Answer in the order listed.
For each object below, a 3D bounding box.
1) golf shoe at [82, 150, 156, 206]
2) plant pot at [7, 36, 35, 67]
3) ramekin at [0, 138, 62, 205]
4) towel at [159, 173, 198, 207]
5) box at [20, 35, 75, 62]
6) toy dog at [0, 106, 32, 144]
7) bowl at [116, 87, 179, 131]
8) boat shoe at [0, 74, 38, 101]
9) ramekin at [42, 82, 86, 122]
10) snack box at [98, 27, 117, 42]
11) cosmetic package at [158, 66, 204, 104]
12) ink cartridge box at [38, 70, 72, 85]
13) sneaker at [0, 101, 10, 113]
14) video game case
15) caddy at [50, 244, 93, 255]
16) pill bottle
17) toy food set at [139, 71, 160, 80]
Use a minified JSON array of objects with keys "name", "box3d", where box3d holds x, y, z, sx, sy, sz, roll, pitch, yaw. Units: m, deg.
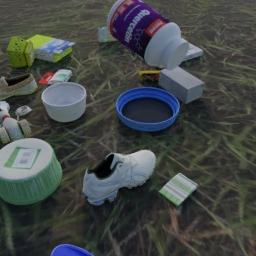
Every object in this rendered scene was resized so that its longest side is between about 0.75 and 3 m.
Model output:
[{"name":"golf shoe","box3d":[-0.126,1.052,7.372,2.357,1.146,0.923,-29,46,-32]},{"name":"plant pot","box3d":[-4.757,-3.384,12.612,0.922,1.016,1.011,5,55,-3]},{"name":"ramekin","box3d":[-2.722,1.081,7.528,1.762,0.861,1.762,0,40,0]},{"name":"towel","box3d":[1.345,1.641,7.474,0.898,0.138,0.670,-34,49,-31]},{"name":"box","box3d":[-3.890,-3.864,13.588,2.375,0.566,1.448,17,43,19]},{"name":"toy dog","box3d":[-3.653,0.092,8.912,1.251,0.914,1.897,-12,27,-9]},{"name":"bowl","box3d":[0.691,-0.683,9.948,2.220,0.436,2.220,0,40,0]},{"name":"boat shoe","box3d":[-4.721,-1.613,10.788,2.284,0.758,0.845,-17,43,-19]},{"name":"ramekin","box3d":[-2.207,-0.884,9.903,1.525,0.800,1.525,0,40,0]},{"name":"snack box","box3d":[-0.925,-4.963,14.766,1.251,0.727,0.232,-9,42,-12]},{"name":"cosmetic package","box3d":[2.059,-1.734,10.981,0.902,0.762,1.690,-22,48,-23]},{"name":"ink cartridge box","box3d":[-3.094,-2.176,11.843,1.158,0.290,0.932,9,41,9]},{"name":"sneaker","box3d":[-4.442,-0.724,10.073,0.393,0.345,0.980,-23,45,-29]},{"name":"video game case","box3d":[1.803,-3.976,13.915,2.572,0.324,2.822,-22,45,-24]},{"name":"caddy","box3d":[-1.001,3.319,4.524,2.700,1.417,1.909,33,28,32]},{"name":"pill bottle","box3d":[0.486,-2.287,6.860,1.124,1.124,1.999,-33,64,-33]},{"name":"toy food set","box3d":[1.012,-2.189,11.737,1.128,0.369,0.664,2,19,12]}]
